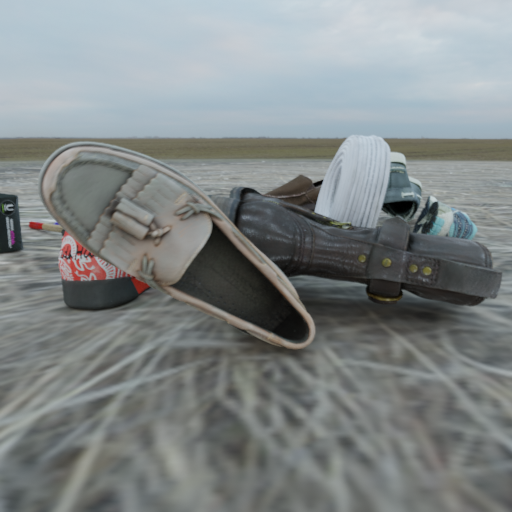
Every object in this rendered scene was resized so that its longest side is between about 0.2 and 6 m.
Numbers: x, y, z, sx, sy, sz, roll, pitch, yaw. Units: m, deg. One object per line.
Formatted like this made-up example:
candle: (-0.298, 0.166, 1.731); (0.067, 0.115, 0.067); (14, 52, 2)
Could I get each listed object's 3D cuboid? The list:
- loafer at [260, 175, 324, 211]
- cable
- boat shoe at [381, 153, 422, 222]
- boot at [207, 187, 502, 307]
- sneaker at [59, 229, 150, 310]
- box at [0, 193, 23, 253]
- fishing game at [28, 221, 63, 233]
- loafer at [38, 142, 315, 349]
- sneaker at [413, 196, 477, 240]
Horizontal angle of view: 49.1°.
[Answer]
loafer: (0.920, -1.513, 13.505); (2.550, 0.905, 0.931); (-8, 14, -33)
cable: (1.375, -0.888, 8.230); (0.638, 1.842, 1.841); (14, 31, -5)
boat shoe: (2.701, -1.099, 11.082); (1.112, 0.943, 3.053); (-9, -14, 19)
boot: (0.976, -0.021, 6.293); (2.913, 1.158, 3.346); (8, 9, 6)
sneaker: (-1.491, -0.463, 6.967); (0.962, 1.545, 2.882); (2, 12, 11)
box: (-4.528, -0.482, 8.653); (1.430, 0.889, 1.062); (-10, 16, -41)
fishing game: (-2.092, -0.956, 11.545); (4.502, 0.700, 3.224); (-10, 13, -39)
loafer: (-0.440, -0.010, 4.289); (2.468, 0.887, 0.776); (36, -2, -34)
sneaker: (3.285, -0.514, 9.746); (0.849, 0.763, 1.967); (22, 14, 5)
